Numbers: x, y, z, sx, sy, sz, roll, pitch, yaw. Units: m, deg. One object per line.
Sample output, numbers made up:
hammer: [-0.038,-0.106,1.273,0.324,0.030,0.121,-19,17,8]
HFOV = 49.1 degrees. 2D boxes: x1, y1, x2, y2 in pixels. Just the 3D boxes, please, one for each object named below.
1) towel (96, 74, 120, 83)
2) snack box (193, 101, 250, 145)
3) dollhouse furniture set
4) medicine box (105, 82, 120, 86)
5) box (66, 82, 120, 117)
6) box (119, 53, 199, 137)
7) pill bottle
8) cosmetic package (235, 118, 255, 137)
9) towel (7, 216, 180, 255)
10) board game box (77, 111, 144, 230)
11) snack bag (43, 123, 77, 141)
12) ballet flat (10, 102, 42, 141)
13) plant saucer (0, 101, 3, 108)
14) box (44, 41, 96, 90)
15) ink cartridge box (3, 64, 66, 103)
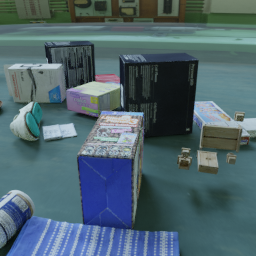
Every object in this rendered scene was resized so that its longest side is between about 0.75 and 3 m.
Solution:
towel: [-0.928,-2.175,13.123,1.401,0.218,1.937,-8,28,-21]
snack box: [2.687,-0.241,8.833,0.997,0.337,2.774,-3,25,-5]
dollhouse furniture set: [1.627,0.183,5.676,1.122,1.316,0.643,6,23,10]
medicine box: [-0.616,-1.456,11.229,0.903,0.510,0.992,9,26,18]
box: [-1.133,-1.050,9.822,1.338,0.736,1.522,14,25,28]
box: [0.815,-0.962,8.167,2.024,2.222,1.157,-3,24,-7]
pill bottle: [-2.121,1.583,4.625,0.614,0.614,1.106,9,27,19]
cosmetic package: [3.833,-0.020,8.446,1.052,0.272,0.793,-3,23,-8]
towel: [-0.553,2.074,3.947,2.611,0.311,1.890,3,26,7]
board game box: [-0.229,0.710,5.426,0.914,1.505,1.888,3,24,7]
snack bag: [-2.043,0.094,8.405,0.970,0.104,0.915,-7,26,-16]
ballet flat: [-3.033,-0.132,8.277,0.843,0.843,2.428,-5,21,-11]
plant saucer: [-5.211,-0.688,9.925,1.474,0.236,1.474,1,25,0]
box: [-2.496,-2.705,12.198,1.946,1.961,1.209,-8,26,-18]
ink cartridge box: [-3.691,-1.718,10.782,2.351,1.364,0.798,0,25,3]
